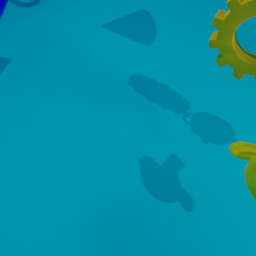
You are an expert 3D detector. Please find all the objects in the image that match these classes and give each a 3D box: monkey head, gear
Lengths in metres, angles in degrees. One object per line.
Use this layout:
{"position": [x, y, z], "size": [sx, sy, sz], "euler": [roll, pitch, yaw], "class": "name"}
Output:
{"position": [2.220, 0.635, 3.757], "size": [1.168, 0.978, 1.623], "euler": [-39, 80, -19], "class": "monkey head"}
{"position": [2.180, -1.488, 4.573], "size": [1.620, 1.620, 0.300], "euler": [25, 53, 11], "class": "gear"}

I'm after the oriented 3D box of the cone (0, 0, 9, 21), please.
{"position": [-2.414, -2.369, 5.027], "size": [1.080, 1.076, 1.076], "euler": [-22, 65, 17], "class": "cone"}
